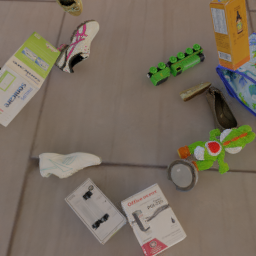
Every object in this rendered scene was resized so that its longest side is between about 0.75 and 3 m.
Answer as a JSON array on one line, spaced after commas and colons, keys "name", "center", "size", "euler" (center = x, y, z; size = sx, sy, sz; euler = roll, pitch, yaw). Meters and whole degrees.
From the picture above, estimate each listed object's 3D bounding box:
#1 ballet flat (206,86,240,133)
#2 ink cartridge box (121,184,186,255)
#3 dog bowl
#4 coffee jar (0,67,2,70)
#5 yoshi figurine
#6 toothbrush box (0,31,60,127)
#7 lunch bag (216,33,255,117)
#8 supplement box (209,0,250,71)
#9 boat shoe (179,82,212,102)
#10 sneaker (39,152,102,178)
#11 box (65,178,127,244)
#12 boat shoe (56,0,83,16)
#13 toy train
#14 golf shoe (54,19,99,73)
[{"name": "ballet flat", "center": [3.294, -0.492, 9.632], "size": [0.774, 0.532, 2.297], "euler": [-11, 64, -6]}, {"name": "ink cartridge box", "center": [0.695, 2.616, 7.971], "size": [1.213, 0.706, 1.665], "euler": [-24, 64, -12]}, {"name": "dog bowl", "center": [1.664, 1.418, 8.487], "size": [0.295, 1.007, 1.007], "euler": [-10, 55, -50]}, {"name": "coffee jar", "center": [-5.234, -0.832, 9.413], "size": [2.832, 1.208, 1.477], "euler": [-28, 64, -14]}, {"name": "yoshi figurine", "center": [2.801, 0.651, 8.758], "size": [2.278, 1.281, 1.276], "euler": [-26, 23, 13]}, {"name": "toothbrush box", "center": [-2.603, -1.245, 6.808], "size": [0.868, 1.468, 2.016], "euler": [38, 30, -25]}, {"name": "lunch bag", "center": [4.645, -1.867, 9.714], "size": [2.592, 1.651, 2.204], "euler": [44, 71, 9]}, {"name": "supplement box", "center": [2.767, -2.563, 7.533], "size": [0.642, 1.929, 0.664], "euler": [-33, 40, -10]}, {"name": "boat shoe", "center": [2.459, -1.404, 10.141], "size": [1.235, 0.453, 0.387], "euler": [-28, 69, -13]}, {"name": "sneaker", "center": [-1.798, 1.177, 8.779], "size": [1.993, 0.701, 0.798], "euler": [-3, 73, 5]}, {"name": "box", "center": [-0.938, 2.417, 8.180], "size": [0.974, 0.502, 1.670], "euler": [-41, 70, -18]}, {"name": "boat shoe", "center": [-1.460, -3.032, 6.566], "size": [0.529, 1.450, 0.456], "euler": [-6, 76, 8]}, {"name": "toy train", "center": [1.880, -2.394, 10.630], "size": [2.558, 0.534, 0.721], "euler": [-30, 77, -14]}, {"name": "golf shoe", "center": [-1.804, -3.110, 10.815], "size": [1.121, 0.884, 2.435], "euler": [35, 77, 12]}]
